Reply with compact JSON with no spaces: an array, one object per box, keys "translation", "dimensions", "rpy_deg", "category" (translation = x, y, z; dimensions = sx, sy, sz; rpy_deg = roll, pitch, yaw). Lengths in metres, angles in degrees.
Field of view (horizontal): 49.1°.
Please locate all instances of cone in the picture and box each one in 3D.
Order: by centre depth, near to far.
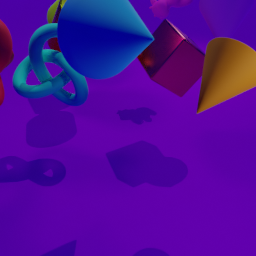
[{"translation":[-0.064,-1.214,3.714],"dimensions":[1.360,1.360,1.365],"rpy_deg":[-19,27,-26],"category":"cone"},{"translation":[1.272,-0.582,4.023],"dimensions":[0.979,0.979,0.982],"rpy_deg":[32,80,38],"category":"cone"},{"translation":[2.067,-2.192,6.043],"dimensions":[1.147,1.147,1.151],"rpy_deg":[7,75,10],"category":"cone"}]

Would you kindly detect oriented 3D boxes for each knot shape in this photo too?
[{"translation":[-2.728,-1.126,5.396],"dimensions":[0.810,1.753,1.640],"rpy_deg":[12,61,-22],"category":"knot shape"},{"translation":[-1.870,-1.321,6.551],"dimensions":[1.793,1.916,0.885],"rpy_deg":[-13,11,10],"category":"knot shape"}]

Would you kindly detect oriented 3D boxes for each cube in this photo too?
[{"translation":[1.096,-1.666,6.775],"dimensions":[1.141,1.141,1.141],"rpy_deg":[23,30,-37],"category":"cube"}]

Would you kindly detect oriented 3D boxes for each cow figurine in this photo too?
[{"translation":[1.388,-3.961,8.571],"dimensions":[1.338,0.747,1.360],"rpy_deg":[-3,45,47],"category":"cow figurine"}]

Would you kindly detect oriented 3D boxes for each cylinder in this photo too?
[{"translation":[-1.465,-2.820,8.022],"dimensions":[1.378,1.378,1.378],"rpy_deg":[17,52,-22],"category":"cylinder"},{"translation":[-1.891,-3.809,9.442],"dimensions":[1.268,1.268,1.268],"rpy_deg":[-30,15,-36],"category":"cylinder"}]
